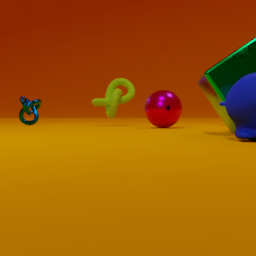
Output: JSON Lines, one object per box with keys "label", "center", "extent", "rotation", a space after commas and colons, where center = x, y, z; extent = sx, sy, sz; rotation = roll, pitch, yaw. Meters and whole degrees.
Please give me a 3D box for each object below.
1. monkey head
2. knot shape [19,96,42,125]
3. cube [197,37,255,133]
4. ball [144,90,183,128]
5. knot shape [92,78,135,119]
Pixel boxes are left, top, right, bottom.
{"label": "monkey head", "center": [1.659, -0.250, 3.310], "extent": [0.923, 0.773, 1.282], "rotation": [4, -16, -18]}
{"label": "knot shape", "center": [-3.638, -0.735, 10.537], "extent": [0.512, 1.109, 1.037], "rotation": [4, 25, 22]}
{"label": "cube", "center": [1.980, -0.679, 4.565], "extent": [1.158, 1.158, 1.158], "rotation": [-34, -3, 8]}
{"label": "ball", "center": [0.956, -0.514, 7.589], "extent": [1.030, 1.030, 1.030], "rotation": [0, 2, 0]}
{"label": "knot shape", "center": [-0.512, -0.976, 9.768], "extent": [1.596, 0.737, 1.493], "rotation": [-31, 29, 17]}
